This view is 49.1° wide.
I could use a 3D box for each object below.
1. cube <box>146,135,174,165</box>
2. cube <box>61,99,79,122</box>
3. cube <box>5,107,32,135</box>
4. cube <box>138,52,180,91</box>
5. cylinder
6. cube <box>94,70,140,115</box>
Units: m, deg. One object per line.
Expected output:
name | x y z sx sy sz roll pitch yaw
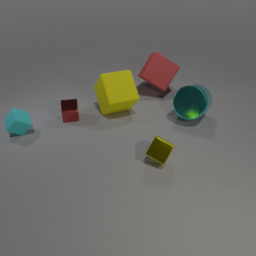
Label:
cube | 1.076 0.715 9.315 0.700 0.700 0.700 29 5 8
cube | -2.492 -0.746 12.037 0.700 0.700 0.700 -6 55 -10
cube | -4.299 -0.246 10.963 0.700 0.700 0.700 24 33 -47
cube | 1.527 -2.860 14.199 1.400 1.400 1.400 30 8 -11
cylinder | 2.749 -1.126 11.850 1.400 1.400 1.400 14 15 22
cube | -0.529 -1.554 12.365 1.400 1.400 1.400 -13 -11 -22
